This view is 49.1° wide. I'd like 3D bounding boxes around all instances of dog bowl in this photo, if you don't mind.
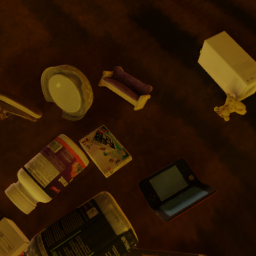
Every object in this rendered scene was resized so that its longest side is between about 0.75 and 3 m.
[{"bbox_3d":[-1.768,-1.079,8.290,1.706,1.706,0.500,31,44,14],"label":"dog bowl"}]

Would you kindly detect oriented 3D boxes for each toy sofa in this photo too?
[{"bbox_3d":[-0.074,-1.295,8.812,1.576,0.653,0.769,35,112,15],"label":"toy sofa"}]

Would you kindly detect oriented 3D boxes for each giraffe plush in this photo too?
[{"bbox_3d":[3.448,-0.644,9.575,0.780,0.961,0.829,-46,38,5],"label":"giraffe plush"}]

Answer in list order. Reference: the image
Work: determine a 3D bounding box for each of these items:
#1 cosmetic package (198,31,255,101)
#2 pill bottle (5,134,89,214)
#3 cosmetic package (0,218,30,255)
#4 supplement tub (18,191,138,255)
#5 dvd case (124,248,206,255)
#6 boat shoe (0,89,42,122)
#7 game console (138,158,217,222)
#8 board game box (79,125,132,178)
[{"bbox_3d":[3.643,-2.179,10.029,0.959,1.217,2.261,-28,68,-12],"label":"cosmetic package"},{"bbox_3d":[-2.381,1.365,8.258,1.264,1.264,2.269,40,71,17],"label":"pill bottle"},{"bbox_3d":[-3.703,3.488,7.552,0.989,0.668,1.879,42,71,18],"label":"cosmetic package"},{"bbox_3d":[-1.285,3.048,7.191,2.784,1.706,1.706,-31,68,-15],"label":"supplement tub"},{"bbox_3d":[0.944,4.080,7.214,2.367,0.189,1.760,5,45,1],"label":"dvd case"},{"bbox_3d":[-4.349,-0.713,9.574,2.819,1.017,1.015,23,97,-1],"label":"boat shoe"},{"bbox_3d":[1.375,1.728,8.210,1.756,1.042,1.513,-27,67,-13],"label":"game console"},{"bbox_3d":[-0.737,0.705,8.990,1.003,0.275,1.589,-34,57,-14],"label":"board game box"}]
